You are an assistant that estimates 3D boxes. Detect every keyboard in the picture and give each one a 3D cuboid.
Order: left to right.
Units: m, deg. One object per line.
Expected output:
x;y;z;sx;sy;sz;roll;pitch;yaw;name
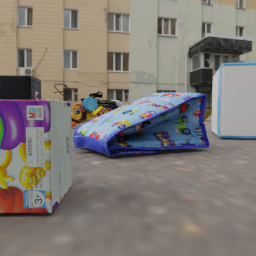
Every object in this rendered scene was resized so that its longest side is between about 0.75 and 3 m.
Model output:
-1.121;-0.970;12.466;0.348;1.629;2.713;-32;-10;21;keyboard

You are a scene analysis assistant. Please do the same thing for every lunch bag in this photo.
0.061;-0.007;4.265;1.828;0.860;1.377;-12;11;-26;lunch bag

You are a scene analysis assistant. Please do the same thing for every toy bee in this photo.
-1.595;-0.435;9.621;2.231;1.213;1.460;15;-26;-12;toy bee

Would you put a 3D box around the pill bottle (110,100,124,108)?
-1.090;-0.897;14.920;1.121;1.121;2.150;-2;4;-27;pill bottle

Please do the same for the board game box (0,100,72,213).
-1.063;0.146;1.847;1.271;0.666;0.654;-1;4;0;board game box

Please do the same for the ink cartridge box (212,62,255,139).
2.890;-0.615;6.729;1.600;1.558;2.489;1;4;12;ink cartridge box

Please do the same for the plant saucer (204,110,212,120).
3.082;-0.744;16.283;2.720;0.659;2.720;-2;3;-28;plant saucer

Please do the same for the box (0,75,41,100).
-4.810;-0.965;10.210;2.977;1.820;1.579;-1;5;-5;box
